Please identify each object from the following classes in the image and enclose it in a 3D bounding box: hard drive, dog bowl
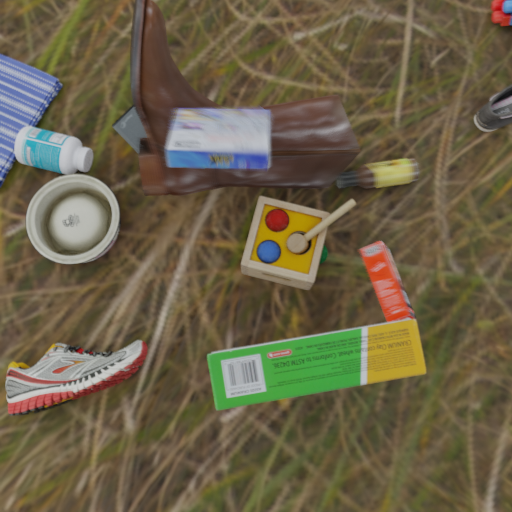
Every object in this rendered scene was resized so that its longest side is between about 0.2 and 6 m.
[{"bbox_3d":[-1.564,-1.918,8.979,0.861,0.203,1.234,-44,118,-2],"label":"hard drive"},{"bbox_3d":[-2.852,-0.532,8.961,1.474,0.543,1.474,0,78,0],"label":"dog bowl"}]

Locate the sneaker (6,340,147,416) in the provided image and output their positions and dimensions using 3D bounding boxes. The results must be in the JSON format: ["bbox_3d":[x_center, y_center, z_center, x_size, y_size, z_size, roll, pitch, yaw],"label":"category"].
[{"bbox_3d":[-2.691,1.645,8.308,2.179,0.848,0.895,-17,77,-4],"label":"sneaker"}]

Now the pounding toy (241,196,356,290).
[{"bbox_3d":[0.626,-0.272,8.648,1.448,1.029,1.333,14,78,3],"label":"pounding toy"}]

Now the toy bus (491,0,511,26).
[{"bbox_3d":[4.990,-4.567,9.680,1.672,1.182,1.742,4,74,17],"label":"toy bus"}]

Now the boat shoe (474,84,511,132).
[{"bbox_3d":[4.548,-2.681,9.461,1.806,0.515,0.604,-30,79,-6],"label":"boat shoe"}]

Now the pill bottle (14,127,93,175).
[{"bbox_3d":[-3.291,-1.695,9.185,1.134,0.628,0.628,15,78,3],"label":"pill bottle"}]

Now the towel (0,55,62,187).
[{"bbox_3d":[-4.576,-2.308,9.552,1.695,0.279,2.341,24,77,8],"label":"towel"}]

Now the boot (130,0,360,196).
[{"bbox_3d":[-0.063,-2.168,7.989,3.293,3.069,1.058,-3,47,-7],"label":"boot"}]

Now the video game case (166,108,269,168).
[{"bbox_3d":[-0.440,-1.473,6.961,1.205,0.274,1.092,1,41,0],"label":"video game case"}]

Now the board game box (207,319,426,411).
[{"bbox_3d":[0.628,1.415,7.262,2.275,2.973,0.599,-9,78,-2],"label":"board game box"}]

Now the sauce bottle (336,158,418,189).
[{"bbox_3d":[1.984,-1.325,9.204,1.303,0.422,0.422,-8,77,-3],"label":"sauce bottle"}]

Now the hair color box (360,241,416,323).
[{"bbox_3d":[1.849,0.398,7.840,0.339,0.561,1.106,-24,69,18],"label":"hair color box"}]
